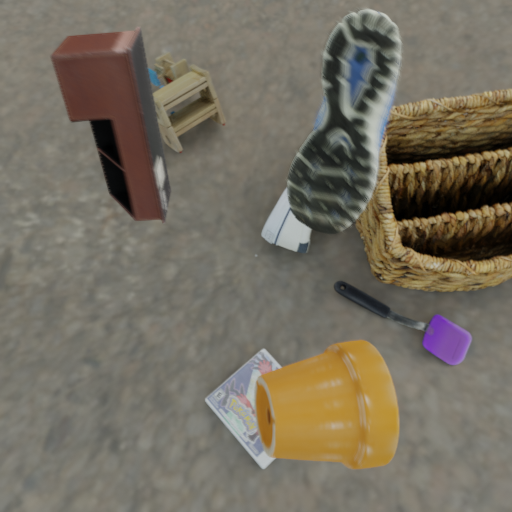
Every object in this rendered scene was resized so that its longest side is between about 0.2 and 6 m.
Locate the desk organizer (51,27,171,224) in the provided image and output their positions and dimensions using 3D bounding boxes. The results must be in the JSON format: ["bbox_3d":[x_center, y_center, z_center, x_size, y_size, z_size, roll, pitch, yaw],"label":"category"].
[{"bbox_3d":[-2.090,-1.876,8.524,1.071,2.781,0.997,-4,38,2],"label":"desk organizer"}]

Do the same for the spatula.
[{"bbox_3d":[2.496,1.077,9.750,2.524,0.259,0.713,26,67,12],"label":"spatula"}]

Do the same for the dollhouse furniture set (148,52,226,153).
[{"bbox_3d":[-1.698,-3.174,11.515,1.226,1.219,1.740,-35,45,-15],"label":"dollhouse furniture set"}]

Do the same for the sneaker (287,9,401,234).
[{"bbox_3d":[1.308,-1.693,7.613,1.178,2.999,1.337,23,27,14],"label":"sneaker"}]

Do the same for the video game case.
[{"bbox_3d":[0.117,2.450,9.124,1.311,0.165,1.439,-39,70,-18],"label":"video game case"}]

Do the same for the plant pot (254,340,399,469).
[{"bbox_3d":[0.727,1.796,6.607,1.346,1.470,1.470,-4,63,-14],"label":"plant pot"}]

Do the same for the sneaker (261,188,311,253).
[{"bbox_3d":[1.162,-1.278,10.610,1.004,1.036,2.836,29,76,4],"label":"sneaker"}]

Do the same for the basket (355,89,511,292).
[{"bbox_3d":[3.632,-0.959,9.440,3.536,2.634,2.524,-8,64,-5],"label":"basket"}]
